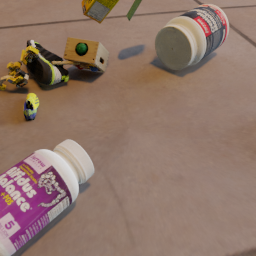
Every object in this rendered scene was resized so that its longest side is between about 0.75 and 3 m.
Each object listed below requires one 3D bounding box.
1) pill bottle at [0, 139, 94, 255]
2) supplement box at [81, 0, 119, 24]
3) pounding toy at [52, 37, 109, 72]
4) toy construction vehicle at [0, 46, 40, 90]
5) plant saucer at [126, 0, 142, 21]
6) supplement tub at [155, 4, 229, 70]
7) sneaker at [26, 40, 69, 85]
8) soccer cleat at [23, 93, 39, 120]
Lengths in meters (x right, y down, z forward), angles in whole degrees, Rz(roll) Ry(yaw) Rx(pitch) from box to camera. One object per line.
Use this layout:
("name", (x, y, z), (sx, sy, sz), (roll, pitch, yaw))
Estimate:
("pill bottle", (-2.068, 1.405, 6.210), (1.487, 1.487, 2.649), (30, 51, 29))
("supplement box", (-0.936, -4.552, 9.885), (0.751, 1.381, 0.756), (17, 48, -40))
("pounding toy", (-1.750, -2.654, 10.612), (1.512, 1.168, 1.642), (12, 0, 13))
("toy construction vehicle", (-4.026, -2.189, 10.173), (1.656, 0.583, 1.441), (-17, 58, 32))
("plant saucer", (0.772, -5.361, 10.375), (0.274, 2.888, 1.010), (32, 28, -12))
("supplement tub", (2.620, -3.708, 11.400), (1.966, 1.966, 2.802), (31, 51, 29))
("sneaker", (-3.183, -2.511, 11.044), (1.215, 1.052, 2.934), (-7, 43, -35))
("soccer cleat", (-3.228, -0.825, 9.319), (0.428, 0.554, 1.325), (-7, 43, -7))
